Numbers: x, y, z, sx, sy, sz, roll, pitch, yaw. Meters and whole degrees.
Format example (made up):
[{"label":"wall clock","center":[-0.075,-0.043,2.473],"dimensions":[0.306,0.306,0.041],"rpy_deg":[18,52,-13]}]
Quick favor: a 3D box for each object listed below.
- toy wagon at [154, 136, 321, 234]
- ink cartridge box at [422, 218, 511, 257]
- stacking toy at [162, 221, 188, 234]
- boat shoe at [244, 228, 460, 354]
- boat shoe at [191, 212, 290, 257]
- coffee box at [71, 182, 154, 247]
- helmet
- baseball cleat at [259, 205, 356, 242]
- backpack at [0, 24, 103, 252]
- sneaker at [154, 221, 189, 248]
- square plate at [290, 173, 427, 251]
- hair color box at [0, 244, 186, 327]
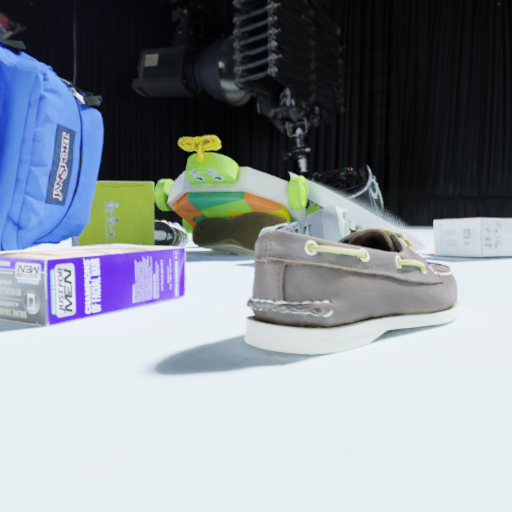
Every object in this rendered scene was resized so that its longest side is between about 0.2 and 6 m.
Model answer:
[{"label":"toy wagon","center":[-0.498,-1.133,11.788],"dimensions":[3.242,0.827,4.178],"rpy_deg":[1,-18,20]},{"label":"ink cartridge box","center":[4.517,-0.371,11.321],"dimensions":[1.801,0.755,1.581],"rpy_deg":[-1,2,-29]},{"label":"stacking toy","center":[-2.446,-0.899,19.450],"dimensions":[3.192,0.750,2.407],"rpy_deg":[1,4,2]},{"label":"boat shoe","center":[0.835,0.152,4.074],"dimensions":[0.859,0.712,2.391],"rpy_deg":[4,5,43]},{"label":"boat shoe","center":[-0.202,-0.368,11.348],"dimensions":[2.287,0.834,0.720],"rpy_deg":[-2,-18,27]},{"label":"coffee box","center":[-2.884,-0.718,11.148],"dimensions":[1.477,1.475,1.461],"rpy_deg":[-2,4,-22]},{"label":"helmet","center":[2.428,-1.278,15.148],"dimensions":[2.157,2.056,2.157],"rpy_deg":[-10,43,9]},{"label":"baseball cleat","center":[0.757,-0.188,9.008],"dimensions":[1.456,0.954,2.736],"rpy_deg":[-6,-6,1]},{"label":"backpack","center":[-4.480,-1.664,7.545],"dimensions":[4.019,3.892,4.789],"rpy_deg":[5,3,1]},{"label":"sneaker","center":[-2.768,-0.480,13.851],"dimensions":[2.419,0.913,1.392],"rpy_deg":[10,-1,23]},{"label":"square plate","center":[2.209,-0.861,12.170],"dimensions":[2.577,0.370,2.601],"rpy_deg":[33,9,33]},{"label":"hair color box","center":[-1.479,0.190,4.919],"dimensions":[0.924,0.548,1.690],"rpy_deg":[3,7,29]}]
